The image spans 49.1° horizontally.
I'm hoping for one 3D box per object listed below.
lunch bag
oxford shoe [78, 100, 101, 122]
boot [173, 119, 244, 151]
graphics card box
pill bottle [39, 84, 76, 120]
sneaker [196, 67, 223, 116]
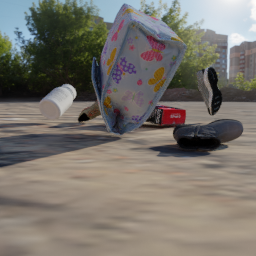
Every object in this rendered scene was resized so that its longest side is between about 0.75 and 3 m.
[{"bbox_3d":[-0.040,-1.429,7.053,1.719,2.704,2.293,17,30,-16],"label":"lunch bag"},{"bbox_3d":[-1.176,-0.584,10.019,1.568,0.552,0.586,-29,18,35],"label":"oxford shoe"},{"bbox_3d":[1.605,0.190,5.326,1.453,0.507,0.957,-9,11,2],"label":"boot"},{"bbox_3d":[0.662,-0.539,9.366,2.168,0.551,1.360,13,11,40],"label":"graphics card box"},{"bbox_3d":[-2.563,-1.022,10.440,0.868,0.868,1.519,2,33,18],"label":"pill bottle"},{"bbox_3d":[2.983,-1.338,10.378,0.671,1.814,0.719,-25,18,-33],"label":"sneaker"}]
